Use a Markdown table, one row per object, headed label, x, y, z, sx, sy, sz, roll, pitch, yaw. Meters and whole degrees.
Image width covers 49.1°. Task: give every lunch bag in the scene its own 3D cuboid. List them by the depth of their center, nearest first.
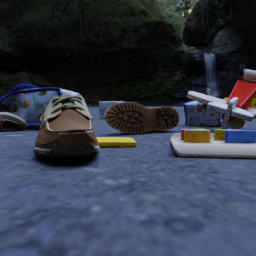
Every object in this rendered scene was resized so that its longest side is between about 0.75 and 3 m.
| label | x | y | z | sx | sy | sz | roll | pitch | yaw |
| --- | --- | --- | --- | --- | --- | --- | --- | --- | --- |
| lunch bag | -3.153 | -0.776 | 10.147 | 2.417 | 1.497 | 2.055 | -2 | 0 | 12 |
| lunch bag | 3.182 | -0.627 | 11.067 | 1.462 | 1.065 | 1.719 | 3 | 14 | 31 |

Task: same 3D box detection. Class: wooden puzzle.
| label | x | y | z | sx | sy | sz | roll | pitch | yaw |
| --- | --- | --- | --- | --- | --- | --- | --- | --- | --- |
| wooden puzzle | 1.729 | 0.207 | 5.528 | 1.720 | 0.430 | 1.857 | 1 | 6 | 7 |

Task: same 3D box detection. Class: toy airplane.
| label | x | y | z | sx | sy | sz | roll | pitch | yaw |
| --- | --- | --- | --- | --- | --- | --- | --- | --- | --- |
| toy airplane | 3.447 | -0.580 | 8.739 | 2.585 | 1.832 | 2.596 | -11 | 42 | -4 |

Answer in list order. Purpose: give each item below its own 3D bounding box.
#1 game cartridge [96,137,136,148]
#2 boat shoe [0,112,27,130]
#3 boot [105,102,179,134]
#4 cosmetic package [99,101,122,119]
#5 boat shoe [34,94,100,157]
| label | x | y | z | sx | sy | sz | roll | pitch | yaw |
| --- | --- | --- | --- | --- | --- | --- | --- | --- | --- |
| game cartridge | -0.296 | 0.312 | 6.092 | 0.870 | 0.141 | 0.767 | 2 | 5 | -6 |
| boat shoe | -4.144 | -0.143 | 8.819 | 1.768 | 0.636 | 0.638 | 15 | -39 | -11 |
| boot | 0.238 | -0.243 | 8.620 | 2.430 | 0.912 | 1.303 | 3 | -3 | -31 |
| cosmetic package | -0.858 | -0.943 | 14.850 | 0.691 | 0.961 | 1.703 | -4 | 8 | -34 |
| boat shoe | -1.226 | -0.110 | 5.362 | 1.111 | 1.084 | 2.936 | -2 | 6 | -18 |
